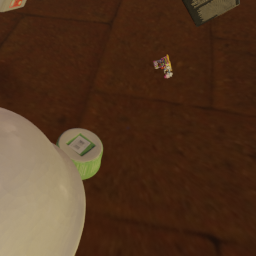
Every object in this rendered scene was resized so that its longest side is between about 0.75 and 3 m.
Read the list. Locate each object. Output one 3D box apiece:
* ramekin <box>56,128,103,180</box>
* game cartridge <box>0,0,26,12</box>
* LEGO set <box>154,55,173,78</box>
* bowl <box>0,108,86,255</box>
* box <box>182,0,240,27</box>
[{"bbox_3d":[-0.955,0.462,5.421,0.979,0.478,0.979,12,44,-12],"label":"ramekin"},{"bbox_3d":[-2.651,-3.268,6.639,0.277,0.902,1.356,29,29,-10],"label":"game cartridge"},{"bbox_3d":[0.680,-1.237,5.559,0.303,0.375,0.814,-14,20,9],"label":"LEGO set"},{"bbox_3d":[-1.779,0.554,2.402,2.675,1.202,2.675,-3,41,3],"label":"bowl"},{"bbox_3d":[1.725,-3.841,6.772,1.270,2.372,1.761,-23,83,22],"label":"box"}]
